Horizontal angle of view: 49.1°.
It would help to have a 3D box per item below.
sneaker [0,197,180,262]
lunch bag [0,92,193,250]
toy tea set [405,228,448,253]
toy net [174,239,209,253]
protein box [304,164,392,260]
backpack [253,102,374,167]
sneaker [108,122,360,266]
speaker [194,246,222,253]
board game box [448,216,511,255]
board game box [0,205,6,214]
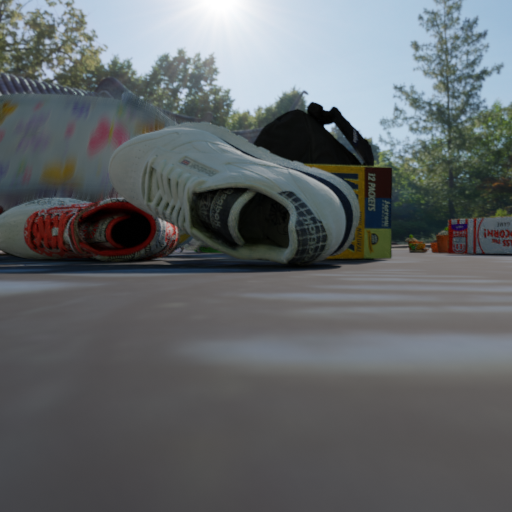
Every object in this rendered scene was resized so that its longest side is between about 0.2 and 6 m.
[{"bbox_3d":[-2.110,-0.330,6.468,2.340,0.781,1.254,3,-2,1],"label":"sneaker"},{"bbox_3d":[-2.250,-1.189,8.772,2.972,1.889,2.520,3,-22,2],"label":"lunch bag"},{"bbox_3d":[4.585,-0.395,14.512,1.735,0.642,1.032,1,1,43],"label":"toy tea set"},{"bbox_3d":[-2.776,-0.874,12.887,3.876,0.749,2.033,32,-37,-27],"label":"toy net"},{"bbox_3d":[0.676,-0.533,7.457,1.684,1.145,1.697,0,1,-13],"label":"protein box"},{"bbox_3d":[1.644,-1.677,14.859,2.738,3.610,4.326,-4,-7,30],"label":"backpack"},{"bbox_3d":[-0.459,-0.592,5.119,2.713,1.036,1.092,16,25,29],"label":"sneaker"},{"bbox_3d":[-0.941,-0.342,14.137,1.284,0.568,0.568,0,1,-3],"label":"speaker"},{"bbox_3d":[5.881,-0.401,11.358,3.240,0.750,2.455,-1,1,-37],"label":"board game box"},{"bbox_3d":[-5.069,-0.784,11.895,2.930,0.748,4.325,9,2,-28],"label":"board game box"}]
